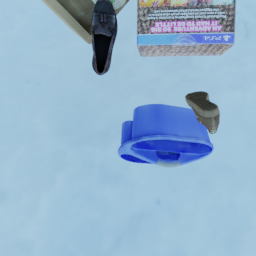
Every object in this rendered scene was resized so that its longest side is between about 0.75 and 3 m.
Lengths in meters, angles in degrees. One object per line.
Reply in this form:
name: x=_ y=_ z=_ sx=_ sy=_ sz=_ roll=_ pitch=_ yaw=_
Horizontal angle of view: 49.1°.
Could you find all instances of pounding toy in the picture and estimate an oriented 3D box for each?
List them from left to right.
pounding toy: x=-1.085 y=-4.117 z=7.670 sx=2.681 sy=2.468 sz=1.906 roll=-48 pitch=48 yaw=5

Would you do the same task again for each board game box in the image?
board game box: x=1.361 y=-3.263 z=6.860 sx=2.208 sy=1.341 sz=2.769 roll=1 pitch=94 yaw=6

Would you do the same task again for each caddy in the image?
caddy: x=0.749 y=0.295 z=5.638 sx=1.957 sy=1.384 sz=1.027 roll=6 pitch=64 yaw=-21

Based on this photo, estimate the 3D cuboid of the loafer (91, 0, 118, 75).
loafer: x=-0.579 y=-2.143 z=6.731 sx=0.642 sy=1.786 sz=0.562 roll=3 pitch=23 yaw=-6

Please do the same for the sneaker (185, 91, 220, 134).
sneaker: x=1.035 y=-0.240 z=3.979 sx=0.345 sy=0.370 sz=0.980 roll=-9 pitch=22 yaw=5

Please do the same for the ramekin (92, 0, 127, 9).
ramekin: x=-0.455 y=-3.418 z=6.791 sx=1.075 sy=1.075 sz=0.525 roll=2 pitch=61 yaw=2
